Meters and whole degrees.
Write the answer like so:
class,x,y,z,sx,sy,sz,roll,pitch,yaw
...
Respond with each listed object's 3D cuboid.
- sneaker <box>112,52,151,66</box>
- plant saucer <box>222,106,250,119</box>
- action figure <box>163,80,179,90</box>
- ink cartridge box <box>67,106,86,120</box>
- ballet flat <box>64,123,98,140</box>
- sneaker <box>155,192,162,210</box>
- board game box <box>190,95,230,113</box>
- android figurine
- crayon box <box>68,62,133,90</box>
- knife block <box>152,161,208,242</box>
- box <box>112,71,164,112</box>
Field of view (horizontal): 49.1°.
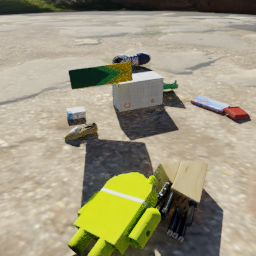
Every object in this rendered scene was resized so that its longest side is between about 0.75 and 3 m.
class,x,y,z,sx,sy,sz,roll,pitch,yaw
sneaker,0.179,-4.465,18.606,2.526,0.885,1.370,3,24,19
plant saucer,4.838,-0.715,12.479,0.903,0.166,0.904,-5,35,-20
action figure,1.354,-2.182,14.564,2.291,0.627,1.353,-4,-6,-4
ink cartridge box,-2.285,-0.667,12.383,0.764,0.323,0.552,-11,31,-16
ballet flat,-1.839,0.089,10.908,1.386,0.437,0.476,-17,33,-28
sneaker,0.696,1.913,7.772,0.539,0.388,1.026,0,33,-26
board game box,3.932,-1.156,13.433,0.855,0.162,1.662,-23,36,-37
android figurine,-0.255,1.975,6.604,2.254,0.509,2.477,1,39,45
crayon box,-0.963,-2.062,10.934,2.204,0.745,2.555,-9,11,0
knife block,1.541,1.838,7.344,2.275,0.728,1.997,2,41,-30
box,0.447,-1.756,13.259,2.210,1.375,1.077,-12,31,-20
